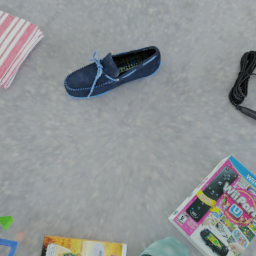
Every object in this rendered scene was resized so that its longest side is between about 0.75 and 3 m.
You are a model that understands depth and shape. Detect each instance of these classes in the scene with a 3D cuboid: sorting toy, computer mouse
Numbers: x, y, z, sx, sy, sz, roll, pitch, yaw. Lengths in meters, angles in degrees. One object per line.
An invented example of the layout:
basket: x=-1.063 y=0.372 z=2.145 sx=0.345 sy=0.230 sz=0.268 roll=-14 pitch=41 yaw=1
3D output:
sorting toy: x=-2.885 y=1.935 z=4.617 sx=2.097 sy=0.286 sz=1.181 roll=-1 pitch=51 yaw=-10
computer mouse: x=4.301 y=-0.922 z=7.523 sx=2.996 sy=0.690 sz=2.104 roll=28 pitch=72 yaw=10

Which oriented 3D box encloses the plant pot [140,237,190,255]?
plant pot: x=0.888 y=2.854 z=6.053 sx=1.091 sy=1.091 sz=0.731 roll=40 pitch=49 yaw=13

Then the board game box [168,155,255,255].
board game box: x=2.234 y=1.912 z=6.519 sx=1.545 sy=0.673 sz=2.094 roll=43 pitch=75 yaw=13

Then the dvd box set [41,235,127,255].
dvd box set: x=-1.026 y=3.229 z=6.237 sx=1.920 sy=0.282 sz=1.405 roll=6 pitch=71 yaw=2

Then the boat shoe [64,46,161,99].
boat shoe: x=-0.460 y=-1.705 z=7.658 sx=2.782 sy=0.955 sz=1.171 roll=-25 pitch=72 yaw=-9

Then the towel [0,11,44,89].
towel: x=-4.251 y=-2.540 z=8.288 sx=2.939 sy=0.440 sz=2.151 roll=23 pitch=72 yaw=11
